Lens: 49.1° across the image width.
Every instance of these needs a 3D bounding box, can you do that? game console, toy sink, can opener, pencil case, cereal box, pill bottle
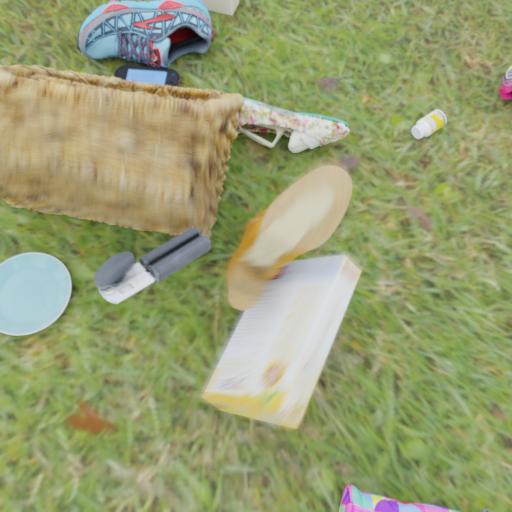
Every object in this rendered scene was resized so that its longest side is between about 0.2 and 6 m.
[{"bbox_3d":[-2.408,-3.524,12.007,1.438,0.223,1.272,5,63,3],"label":"game console"},{"bbox_3d":[-0.940,-6.164,13.116,0.984,0.641,0.551,17,64,9],"label":"toy sink"},{"bbox_3d":[-1.443,0.047,7.931,1.777,0.594,0.474,-33,55,-27],"label":"can opener"},{"bbox_3d":[2.226,3.868,7.858,2.147,0.949,0.949,9,63,6],"label":"pencil case"},{"bbox_3d":[0.390,1.236,8.748,0.521,1.898,2.638,41,63,-27],"label":"cereal box"},{"bbox_3d":[3.527,-2.680,11.484,0.680,0.378,0.378,-33,68,-16],"label":"pill bottle"}]

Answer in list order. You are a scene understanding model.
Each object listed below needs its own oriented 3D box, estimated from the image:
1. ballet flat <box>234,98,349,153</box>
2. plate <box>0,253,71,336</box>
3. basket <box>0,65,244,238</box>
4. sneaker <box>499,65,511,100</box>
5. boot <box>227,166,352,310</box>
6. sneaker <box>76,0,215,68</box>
[{"bbox_3d":[0.572,-2.515,11.242,2.519,0.953,0.805,16,88,14],"label":"ballet flat"},{"bbox_3d":[-4.030,0.678,9.878,1.582,0.202,1.582,0,62,0],"label":"plate"},{"bbox_3d":[-2.524,-2.315,9.457,4.138,2.954,3.083,11,77,7],"label":"basket"},{"bbox_3d":[6.223,-3.186,11.508,2.415,0.973,0.902,33,83,23],"label":"sneaker"},{"bbox_3d":[0.399,-0.536,8.852,0.965,2.743,1.963,34,22,-12],"label":"boot"},{"bbox_3d":[-2.344,-4.723,12.072,2.987,1.185,1.427,-17,64,-8],"label":"sneaker"}]
